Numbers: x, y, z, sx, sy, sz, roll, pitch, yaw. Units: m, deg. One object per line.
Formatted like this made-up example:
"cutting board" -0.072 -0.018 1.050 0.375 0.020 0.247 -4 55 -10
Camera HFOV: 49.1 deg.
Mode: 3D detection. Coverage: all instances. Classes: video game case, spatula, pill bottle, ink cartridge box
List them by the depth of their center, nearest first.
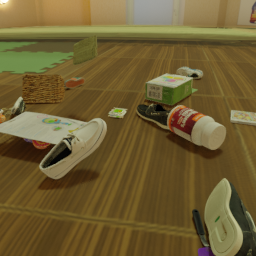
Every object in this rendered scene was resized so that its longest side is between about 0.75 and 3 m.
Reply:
"spatula" 1.403 2.045 5.209 0.415 0.151 1.468 1 25 -2
"pill bottle" 2.099 -0.026 8.704 0.938 0.938 1.713 -16 30 -31
"video game case" 4.334 -0.392 10.451 0.943 0.119 1.036 9 26 18
"ink cartridge box" 2.087 -1.923 12.911 1.405 0.802 2.706 17 30 32

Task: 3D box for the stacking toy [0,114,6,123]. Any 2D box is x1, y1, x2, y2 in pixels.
"stacking toy" -5.022 -0.299 9.712 1.483 0.861 0.814 -2 24 -37

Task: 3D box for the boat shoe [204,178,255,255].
"boat shoe" 1.975 1.763 5.343 0.758 0.805 2.242 32 22 -2

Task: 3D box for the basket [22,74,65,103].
"basket" -3.754 -1.624 12.579 1.749 1.303 1.249 -3 -8 -5

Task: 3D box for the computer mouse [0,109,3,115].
"computer mouse" -5.322 -0.373 10.198 1.535 0.337 0.842 -10 20 -8

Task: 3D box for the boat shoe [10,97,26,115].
"boat shoe" -4.268 -0.808 11.023 0.434 0.482 1.364 33 16 -23

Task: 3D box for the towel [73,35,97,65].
"towel" -1.586 -2.839 10.314 1.220 0.905 0.223 -10 -16 37

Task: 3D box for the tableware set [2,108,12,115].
"tableware set" -4.815 -0.671 11.089 0.635 0.088 0.760 2 24 2

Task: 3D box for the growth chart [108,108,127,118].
"growth chart" -0.414 -0.590 10.926 0.702 0.086 0.971 5 25 12

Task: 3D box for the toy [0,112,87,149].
"toy" -2.449 0.200 8.536 2.870 0.678 1.653 7 24 19

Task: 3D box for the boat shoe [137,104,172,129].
"boat shoe" 1.058 -0.590 10.221 0.745 0.701 2.073 -15 26 -30

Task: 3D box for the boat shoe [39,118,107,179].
"boat shoe" -1.328 0.449 6.901 0.716 0.636 1.945 36 80 31

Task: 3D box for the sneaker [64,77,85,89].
"sneaker" -2.805 -2.283 14.155 0.527 0.471 1.320 11 22 35

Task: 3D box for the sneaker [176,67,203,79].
"sneaker" 3.395 -3.043 15.655 1.487 0.558 0.645 12 33 23
